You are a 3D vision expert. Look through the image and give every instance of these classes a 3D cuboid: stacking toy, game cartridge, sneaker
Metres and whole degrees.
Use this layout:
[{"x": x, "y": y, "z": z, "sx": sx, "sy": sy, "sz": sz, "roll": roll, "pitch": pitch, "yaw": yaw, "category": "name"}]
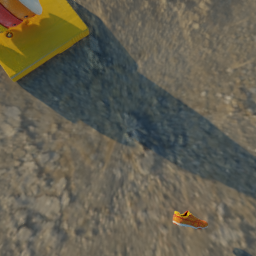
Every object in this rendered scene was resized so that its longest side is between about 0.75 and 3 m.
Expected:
[{"x": -3.960, "y": -3.473, "z": 8.532, "sx": 2.322, "sy": 1.696, "sz": 1.696, "roll": -40, "pitch": 80, "yaw": 12, "category": "stacking toy"}, {"x": -3.236, "y": -3.351, "z": 9.307, "sx": 2.991, "sy": 0.485, "sz": 2.636, "roll": -35, "pitch": 80, "yaw": -10, "category": "game cartridge"}, {"x": 1.749, "y": 2.512, "z": 7.657, "sx": 1.088, "sy": 0.397, "sz": 0.420, "roll": 17, "pitch": 81, "yaw": -20, "category": "sneaker"}]
